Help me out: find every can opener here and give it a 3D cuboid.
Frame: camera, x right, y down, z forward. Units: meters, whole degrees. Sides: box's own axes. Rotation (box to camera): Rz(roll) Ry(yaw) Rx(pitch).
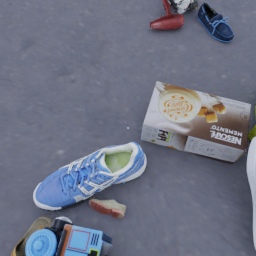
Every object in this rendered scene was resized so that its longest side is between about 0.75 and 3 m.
[{"bbox_3d":[1.590,-5.070,10.336,0.798,0.632,2.401,-10,57,-43],"label":"can opener"}]

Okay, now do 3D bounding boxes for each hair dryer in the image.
[{"bbox_3d":[1.416,-3.963,9.688,1.374,0.490,1.804,36,72,19],"label":"hair dryer"}]

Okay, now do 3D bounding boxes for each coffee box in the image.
[{"bbox_3d":[1.728,-0.131,7.284,2.484,0.990,1.421,16,63,7],"label":"coffee box"}]

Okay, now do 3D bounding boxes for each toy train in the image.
[{"bbox_3d":[-1.303,3.159,5.278,1.603,1.217,2.806,5,61,15],"label":"toy train"}]

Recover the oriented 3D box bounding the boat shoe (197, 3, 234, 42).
[{"bbox_3d":[2.907,-3.561,9.433,0.703,0.574,1.671,-33,66,-17],"label":"boat shoe"}]

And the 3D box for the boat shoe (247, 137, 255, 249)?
[{"bbox_3d":[3.204,1.436,5.973,0.936,0.921,2.640,14,72,-37],"label":"boat shoe"}]

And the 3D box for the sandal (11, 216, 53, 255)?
[{"bbox_3d":[-2.194,2.717,6.055,0.689,0.463,1.714,20,63,10],"label":"sandal"}]

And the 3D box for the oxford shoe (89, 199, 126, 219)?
[{"bbox_3d":[-0.488,1.856,6.670,0.909,0.322,0.336,20,41,8],"label":"oxford shoe"}]

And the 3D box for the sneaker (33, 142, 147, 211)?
[{"bbox_3d":[-0.904,1.028,6.625,2.845,1.096,1.077,-24,66,-11],"label":"sneaker"}]

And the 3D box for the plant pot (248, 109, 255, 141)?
[{"bbox_3d":[4.462,-0.392,6.755,2.368,2.379,2.159,25,70,12],"label":"plant pot"}]
